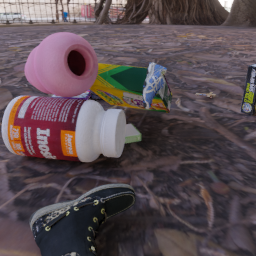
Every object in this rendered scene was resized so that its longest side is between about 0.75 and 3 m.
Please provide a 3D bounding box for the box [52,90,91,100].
[{"bbox_3d":[-2.438,-1.373,12.177,1.478,0.289,1.011,2,25,4],"label":"box"}]

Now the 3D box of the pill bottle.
[{"bbox_3d":[-1.625,0.030,7.542,2.960,1.672,1.672,4,25,11],"label":"pill bottle"}]

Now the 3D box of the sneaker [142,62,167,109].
[{"bbox_3d":[0.528,-0.870,5.750,0.395,1.026,0.388,12,-13,6],"label":"sneaker"}]

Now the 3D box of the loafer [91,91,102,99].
[{"bbox_3d":[-1.396,-1.983,13.014,0.782,0.685,2.176,-3,25,-6],"label":"loafer"}]

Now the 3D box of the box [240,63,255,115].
[{"bbox_3d":[5.369,-1.671,10.988,2.308,1.849,0.511,-19,30,-36],"label":"box"}]

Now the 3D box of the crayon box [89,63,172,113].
[{"bbox_3d":[0.146,-1.279,9.544,2.380,0.804,2.759,8,-7,16],"label":"crayon box"}]

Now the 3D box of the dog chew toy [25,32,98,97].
[{"bbox_3d":[-2.085,-1.702,8.014,1.711,1.711,2.747,-22,16,-38],"label":"dog chew toy"}]

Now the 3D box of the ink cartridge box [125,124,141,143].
[{"bbox_3d":[-0.271,0.191,8.847,1.182,0.283,0.860,-8,26,-17],"label":"ink cartridge box"}]

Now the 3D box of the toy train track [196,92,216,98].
[{"bbox_3d":[3.493,-1.465,12.591,0.886,0.144,0.508,9,33,32],"label":"toy train track"}]

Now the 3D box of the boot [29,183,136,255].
[{"bbox_3d":[-0.599,1.833,4.855,2.039,0.736,1.540,-14,30,-16],"label":"boot"}]
